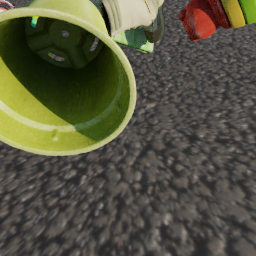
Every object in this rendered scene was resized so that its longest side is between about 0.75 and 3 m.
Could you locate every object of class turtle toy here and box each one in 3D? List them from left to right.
[{"bbox_3d":[-2.721,-1.957,6.701,2.037,1.485,1.030,-15,-9,32],"label":"turtle toy"}]

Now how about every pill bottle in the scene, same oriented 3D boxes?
[{"bbox_3d":[-3.738,-3.098,8.166,1.106,1.106,1.972,-13,39,-15],"label":"pill bottle"}]

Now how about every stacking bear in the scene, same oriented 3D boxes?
[{"bbox_3d":[2.415,-2.942,6.450,2.471,1.501,1.405,-24,47,24],"label":"stacking bear"}]

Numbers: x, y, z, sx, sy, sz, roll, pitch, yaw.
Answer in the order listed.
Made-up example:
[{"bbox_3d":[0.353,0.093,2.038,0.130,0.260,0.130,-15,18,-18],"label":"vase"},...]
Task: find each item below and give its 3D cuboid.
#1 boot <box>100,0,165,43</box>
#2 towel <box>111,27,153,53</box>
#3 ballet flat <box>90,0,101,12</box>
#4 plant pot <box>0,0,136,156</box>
[{"bbox_3d":[0.126,-2.690,7.108,1.589,2.054,0.740,-31,67,-8],"label":"boot"},{"bbox_3d":[0.088,-3.625,7.778,0.418,2.725,2.033,9,7,41],"label":"towel"},{"bbox_3d":[-0.984,-3.137,8.244,0.827,0.827,2.382,-34,7,-34],"label":"ballet flat"},{"bbox_3d":[-1.169,-1.162,4.744,2.443,2.443,2.246,-2,42,-3],"label":"plant pot"}]
